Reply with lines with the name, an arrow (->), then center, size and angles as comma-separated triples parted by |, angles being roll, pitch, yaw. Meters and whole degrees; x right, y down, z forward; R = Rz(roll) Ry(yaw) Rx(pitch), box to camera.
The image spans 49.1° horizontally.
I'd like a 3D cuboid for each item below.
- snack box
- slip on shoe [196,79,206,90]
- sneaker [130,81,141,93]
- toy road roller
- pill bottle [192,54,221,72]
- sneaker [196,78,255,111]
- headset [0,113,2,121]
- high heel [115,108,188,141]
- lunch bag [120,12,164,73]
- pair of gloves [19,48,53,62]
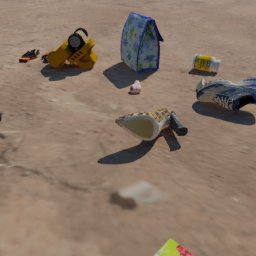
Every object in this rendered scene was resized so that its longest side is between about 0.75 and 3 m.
snack box -> 0.635, 2.620, 4.276 | 1.136, 0.423, 1.597 | 26, 40, 35
slip on shoe -> 3.033, -1.634, 11.244 | 0.367, 0.444, 1.198 | 30, 25, -11
sneaker -> 0.261, -1.696, 11.357 | 0.420, 0.302, 0.803 | 0, 35, -10
toy road roller -> -2.562, -3.558, 13.661 | 2.348, 1.714, 1.443 | -31, 24, 22
pill bottle -> 3.706, -3.039, 13.174 | 1.210, 0.682, 0.682 | 18, 36, 21
sneaker -> 3.545, -1.099, 9.787 | 2.355, 0.907, 1.003 | -4, 60, 27
headset -> -4.794, -0.234, 8.987 | 0.854, 0.650, 1.384 | 31, 28, 35
high heel -> 0.546, -0.272, 8.444 | 2.181, 0.779, 1.555 | 7, 23, -18
lunch bag -> 0.604, -4.116, 13.296 | 1.513, 2.375, 2.019 | -15, 34, -22
pair of gloves -> -4.675, -3.877, 14.962 | 1.936, 0.239, 1.725 | -1, 33, 4
